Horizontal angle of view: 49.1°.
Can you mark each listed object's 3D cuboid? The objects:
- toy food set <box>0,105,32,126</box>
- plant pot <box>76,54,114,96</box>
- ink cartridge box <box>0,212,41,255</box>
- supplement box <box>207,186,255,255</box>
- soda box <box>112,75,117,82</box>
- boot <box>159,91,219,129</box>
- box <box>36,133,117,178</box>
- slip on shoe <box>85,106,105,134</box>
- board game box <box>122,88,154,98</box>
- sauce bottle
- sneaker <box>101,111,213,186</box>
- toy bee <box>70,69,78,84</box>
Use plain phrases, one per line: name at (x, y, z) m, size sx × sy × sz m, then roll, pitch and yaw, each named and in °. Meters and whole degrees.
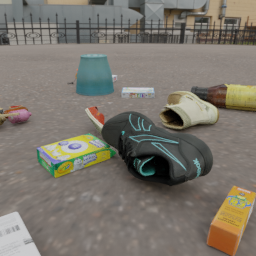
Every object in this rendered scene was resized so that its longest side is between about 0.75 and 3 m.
toy food set at (-4.132, -0.425, 9.618) m, size 1.630 × 0.404 × 2.564 m, roll -7°, pitch 13°, yaw -12°
plant pot at (-1.602, -2.612, 13.432) m, size 1.871 × 1.758 × 1.871 m, roll 0°, pitch 21°, yaw 0°
ink cartridge box at (-1.586, 1.803, 3.478) m, size 0.913 × 0.526 × 1.576 m, roll -14°, pitch 25°, yaw -32°
supplement box at (1.716, 1.447, 4.568) m, size 0.433 × 0.448 × 1.302 m, roll 15°, pitch 23°, yaw 30°
soda box at (-0.955, -2.797, 15.978) m, size 0.321 × 0.301 × 0.944 m, roll 9°, pitch 23°, yaw 23°
boot at (1.694, -0.633, 9.485) m, size 1.722 × 0.803 × 2.227 m, roll -12°, pitch 31°, yaw -32°
box at (-1.215, 0.593, 6.861) m, size 1.714 × 0.414 × 1.005 m, roll -15°, pitch 27°, yaw -37°
slip on shoe at (-0.881, -0.261, 8.325) m, size 0.413 × 0.500 × 1.351 m, roll -28°, pitch 39°, yaw -9°
board game box at (0.468, -1.639, 12.978) m, size 1.475 × 0.252 × 0.992 m, roll 1°, pitch 21°, yaw 3°
sauce bottle at (3.968, -1.249, 10.947) m, size 2.980 × 0.984 × 0.984 m, roll 9°, pitch 23°, yaw 21°
sneaker at (0.284, 0.383, 5.852) m, size 2.829 × 1.067 × 1.121 m, roll 17°, pitch 33°, yaw 42°
toy bee at (-2.487, -2.734, 15.057) m, size 1.575 × 0.856 × 1.031 m, roll -3°, pitch 23°, yaw -9°
